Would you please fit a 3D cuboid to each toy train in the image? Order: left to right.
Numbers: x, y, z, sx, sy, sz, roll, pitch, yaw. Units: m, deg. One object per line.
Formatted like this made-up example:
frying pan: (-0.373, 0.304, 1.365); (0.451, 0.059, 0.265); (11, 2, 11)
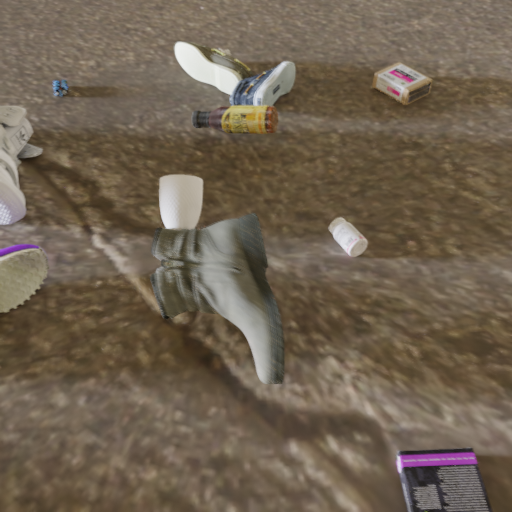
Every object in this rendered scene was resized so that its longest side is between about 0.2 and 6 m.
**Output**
toy train: (-4.653, -4.000, 13.333); (0.308, 0.233, 0.538); (-5, 46, -13)

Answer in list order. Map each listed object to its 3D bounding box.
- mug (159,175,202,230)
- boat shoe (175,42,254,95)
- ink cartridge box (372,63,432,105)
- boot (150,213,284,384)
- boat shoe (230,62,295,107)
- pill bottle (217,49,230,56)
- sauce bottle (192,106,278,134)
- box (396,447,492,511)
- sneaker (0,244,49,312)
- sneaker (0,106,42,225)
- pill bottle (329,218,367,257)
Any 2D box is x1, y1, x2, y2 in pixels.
mug: (-1.345, -0.886, 9.874); (0.745, 1.009, 0.884); (2, 85, -15)
boat shoe: (-1.033, -4.614, 13.559); (2.209, 0.789, 0.660); (35, 55, 22)
ink cartridge box: (3.465, -4.099, 13.299); (0.884, 0.403, 1.073); (-30, 54, -27)
boot: (-0.562, 0.691, 8.018); (1.690, 0.876, 2.587); (-13, 71, 1)
boat shoe: (0.175, -3.997, 12.989); (0.892, 0.695, 1.964); (14, 44, 24)
pill bottle: (-1.047, -4.989, 14.131); (0.765, 0.425, 0.425); (-12, 48, -12)
sauce bottle: (-0.456, -2.844, 11.734); (1.793, 0.592, 0.592); (2, 45, 18)
box: (2.282, 2.979, 6.676); (0.953, 0.241, 1.332); (-2, 45, -1)
sneaker: (-4.694, 0.436, 8.574); (2.832, 0.985, 1.408); (-34, 54, -28)
sneaker: (-4.836, -1.889, 10.614); (3.226, 1.212, 1.854); (33, 58, 32)
pill bottle: (1.586, -0.338, 9.726); (0.387, 0.387, 0.683); (-21, 50, -19)
